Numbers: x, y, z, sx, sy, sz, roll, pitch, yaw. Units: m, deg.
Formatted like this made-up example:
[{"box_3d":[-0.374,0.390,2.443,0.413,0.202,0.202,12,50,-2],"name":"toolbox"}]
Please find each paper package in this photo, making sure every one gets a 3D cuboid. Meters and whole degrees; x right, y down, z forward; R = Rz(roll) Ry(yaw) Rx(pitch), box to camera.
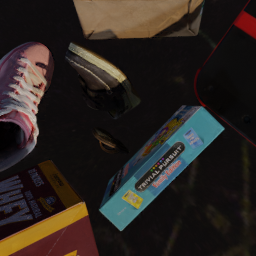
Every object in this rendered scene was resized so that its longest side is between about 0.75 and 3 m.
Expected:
[{"box_3d":[0.187,-2.928,4.987,2.265,1.229,2.377,-1,67,3],"name":"paper package"}]

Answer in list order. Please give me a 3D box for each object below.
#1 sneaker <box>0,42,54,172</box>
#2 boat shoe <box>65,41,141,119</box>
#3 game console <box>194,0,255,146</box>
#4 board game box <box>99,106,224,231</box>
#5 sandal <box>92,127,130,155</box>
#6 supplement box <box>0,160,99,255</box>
[{"box_3d":[-1.770,-0.395,4.596,1.413,1.017,2.702,5,55,38],"name":"sneaker"},{"box_3d":[-0.416,-0.669,5.043,0.895,2.446,0.793,36,91,25],"name":"boat shoe"},{"box_3d":[2.654,-0.669,3.861,2.976,0.462,2.632,43,118,16],"name":"game console"},{"box_3d":[0.484,0.530,4.777,0.496,1.596,2.114,44,94,-2],"name":"board game box"},{"box_3d":[-0.289,0.268,4.468,0.245,0.899,0.367,-44,57,6],"name":"sandal"},{"box_3d":[-1.370,1.677,3.416,1.774,1.799,1.194,-21,27,-25],"name":"supplement box"}]
